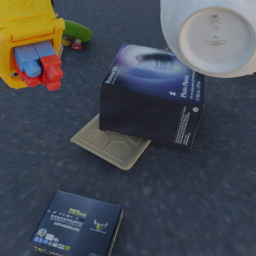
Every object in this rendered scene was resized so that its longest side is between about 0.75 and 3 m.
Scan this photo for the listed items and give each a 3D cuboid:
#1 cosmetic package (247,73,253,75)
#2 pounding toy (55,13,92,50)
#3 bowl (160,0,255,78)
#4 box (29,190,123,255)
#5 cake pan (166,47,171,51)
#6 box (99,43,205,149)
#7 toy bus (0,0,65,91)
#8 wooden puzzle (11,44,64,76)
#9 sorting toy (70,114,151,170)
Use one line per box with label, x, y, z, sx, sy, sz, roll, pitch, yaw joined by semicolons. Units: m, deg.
cosmetic package;3.555;-2.557;9.187;0.870;0.734;1.683;1;49;-6
pounding toy;-2.111;-3.234;9.849;1.639;0.761;1.265;15;-1;-37
bowl;0.891;-0.971;2.614;1.449;1.449;0.651;17;56;16
box;-0.911;1.848;5.188;1.419;0.362;1.119;12;46;11
cake pan;1.895;-2.383;9.433;1.364;0.250;1.364;0;45;0
box;0.651;-0.898;6.971;2.263;1.406;2.281;11;41;6
toy bus;-1.855;-1.427;4.924;1.436;2.115;2.031;-25;81;-29
wooden puzzle;-3.298;-2.383;9.350;1.996;0.372;1.847;0;45;0
sorting toy;-0.156;0.051;7.062;1.646;0.296;2.209;24;44;18
